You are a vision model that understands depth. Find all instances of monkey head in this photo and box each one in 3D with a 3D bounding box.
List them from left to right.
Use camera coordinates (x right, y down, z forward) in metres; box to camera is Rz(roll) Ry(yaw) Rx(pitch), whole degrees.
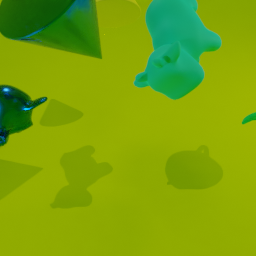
[{"bbox_3d":[-1.972,-0.225,4.409,1.340,0.807,0.964,4,30,-6],"label":"monkey head"}]

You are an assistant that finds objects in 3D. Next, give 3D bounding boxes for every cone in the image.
[{"bbox_3d":[-0.715,-1.343,3.801,1.378,1.383,1.378,-12,62,24],"label":"cone"},{"bbox_3d":[-0.347,-2.852,5.715,1.147,1.147,1.152,-4,84,-4],"label":"cone"}]

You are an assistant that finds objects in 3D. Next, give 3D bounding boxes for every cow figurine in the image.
[{"bbox_3d":[0.590,-1.192,3.885,1.569,0.875,1.595,-13,74,-41],"label":"cow figurine"}]

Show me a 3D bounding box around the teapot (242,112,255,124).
[{"bbox_3d":[2.768,-0.688,4.811,1.976,1.229,0.968,-44,26,-15],"label":"teapot"}]
